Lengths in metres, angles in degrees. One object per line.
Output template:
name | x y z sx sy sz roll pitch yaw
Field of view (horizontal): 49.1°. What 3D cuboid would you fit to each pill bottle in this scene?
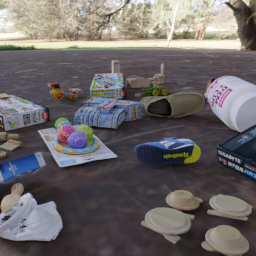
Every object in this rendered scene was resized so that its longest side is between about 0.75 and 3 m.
pill bottle | 3.462 -0.730 8.710 1.431 1.431 2.524 0 20 -1

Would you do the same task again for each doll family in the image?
doll family | -2.798 -1.518 12.387 1.617 0.729 1.004 8 4 -37

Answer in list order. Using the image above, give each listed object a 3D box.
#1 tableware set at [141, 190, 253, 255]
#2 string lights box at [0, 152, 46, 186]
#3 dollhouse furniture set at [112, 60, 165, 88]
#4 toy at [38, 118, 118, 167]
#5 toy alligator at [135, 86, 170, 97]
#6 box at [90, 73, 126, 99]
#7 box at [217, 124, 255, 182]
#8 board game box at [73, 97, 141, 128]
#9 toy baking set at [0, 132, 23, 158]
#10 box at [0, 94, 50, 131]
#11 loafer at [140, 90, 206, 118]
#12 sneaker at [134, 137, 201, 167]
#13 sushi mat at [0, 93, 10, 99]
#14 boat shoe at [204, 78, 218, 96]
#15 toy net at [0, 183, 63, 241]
tableware set | 1.139 1.371 4.374 1.465 0.204 1.754 9 15 24
string lights box | -2.164 0.803 5.291 0.539 0.309 1.048 -33 -10 40
dollhouse furniture set | 0.653 -3.008 15.450 2.941 1.302 1.524 -3 19 -10
toy | -1.421 0.186 7.342 1.407 0.577 2.443 -8 20 -27
toy alligator | 1.174 -1.741 13.131 1.767 0.424 0.586 -6 19 -18
box | -0.903 -2.060 13.483 1.601 0.505 2.908 -3 24 -1
box | 3.344 0.449 6.068 2.190 0.504 1.741 -23 28 -22
board game box | -0.580 -0.551 9.420 1.908 0.589 1.910 4 18 12
toy baking set | -3.803 0.448 7.136 2.029 0.236 1.557 1 19 3
box | -4.110 -0.625 9.827 1.539 0.486 2.797 -17 25 -39
loafer | 1.580 -0.738 9.715 2.360 0.897 0.796 -9 21 3
sneaker | 0.879 0.519 6.419 1.462 0.540 0.601 0 23 4
sushi mat | -4.811 -1.234 10.764 0.390 0.049 0.815 -13 21 -32
boat shoe | 3.827 -1.437 11.338 1.083 1.026 2.859 -3 19 -7
toy net | -2.360 1.151 4.634 2.904 0.561 1.523 13 23 32
